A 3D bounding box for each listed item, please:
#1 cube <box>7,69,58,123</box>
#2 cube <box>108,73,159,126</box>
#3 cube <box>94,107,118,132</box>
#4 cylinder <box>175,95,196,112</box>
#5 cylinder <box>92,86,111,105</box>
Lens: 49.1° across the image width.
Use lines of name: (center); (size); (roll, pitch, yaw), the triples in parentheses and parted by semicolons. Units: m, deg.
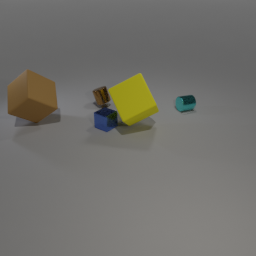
cube: (-3.909, -1.256, 11.453); (1.400, 1.400, 1.400); (23, 47, -49)
cube: (0.257, -1.065, 11.017); (1.400, 1.400, 1.400); (-26, -10, 6)
cube: (-0.909, -0.353, 11.515); (0.700, 0.700, 0.700); (20, 34, 33)
cylinder: (2.669, -1.153, 12.966); (0.700, 0.700, 0.700); (-10, 30, -20)
cylinder: (-1.249, -1.540, 13.274); (0.700, 0.700, 0.700); (-17, 20, 6)
